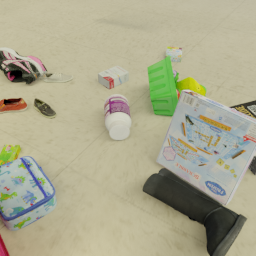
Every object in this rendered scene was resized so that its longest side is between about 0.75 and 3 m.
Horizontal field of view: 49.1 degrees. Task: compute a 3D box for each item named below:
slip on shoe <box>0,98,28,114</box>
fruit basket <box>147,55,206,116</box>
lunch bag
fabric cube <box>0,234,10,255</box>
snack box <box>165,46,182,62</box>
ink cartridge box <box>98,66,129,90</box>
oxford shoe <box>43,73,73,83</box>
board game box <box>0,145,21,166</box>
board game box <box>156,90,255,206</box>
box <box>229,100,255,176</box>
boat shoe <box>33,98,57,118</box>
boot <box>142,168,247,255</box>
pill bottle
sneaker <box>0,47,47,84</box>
[{"bbox_3d":[-4.908,-0.905,11.036,1.791,0.548,0.664,-5,43,-3],"label":"slip on shoe"},{"bbox_3d":[1.964,-1.580,10.929,2.351,1.696,2.351,-8,53,11],"label":"fruit basket"},{"bbox_3d":[-2.973,1.718,7.852,1.558,0.799,1.938,-23,47,-28],"label":"lunch bag"},{"bbox_3d":[-3.690,2.824,5.018,2.852,2.861,2.807,-26,46,-29],"label":"fabric cube"},{"bbox_3d":[2.394,-3.847,14.590,0.824,0.307,1.159,7,42,8],"label":"snack box"},{"bbox_3d":[-0.648,-2.299,12.681,1.153,0.477,0.840,-29,49,-29],"label":"ink cartridge box"},{"bbox_3d":[-3.199,-2.332,12.802,1.339,0.387,0.503,-2,38,-6],"label":"oxford shoe"},{"bbox_3d":[-3.901,0.972,9.105,0.510,0.239,1.005,0,41,0],"label":"board game box"},{"bbox_3d":[2.246,0.498,8.001,2.459,2.453,0.506,32,26,31],"label":"board game box"},{"bbox_3d":[4.463,0.192,9.656,2.124,0.670,2.693,-13,43,-14],"label":"box"},{"bbox_3d":[-3.308,-0.790,11.001,1.241,0.408,0.443,30,49,30],"label":"boat shoe"},{"bbox_3d":[1.467,1.993,7.016,2.574,0.845,2.122,32,14,27],"label":"boot"},{"bbox_3d":[-0.374,-0.389,10.130,0.954,0.954,1.700,-4,41,-4],"label":"pill bottle"},{"bbox_3d":[-5.285,-2.771,12.769,2.980,1.197,1.287,14,53,23],"label":"sneaker"}]
